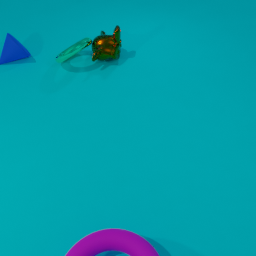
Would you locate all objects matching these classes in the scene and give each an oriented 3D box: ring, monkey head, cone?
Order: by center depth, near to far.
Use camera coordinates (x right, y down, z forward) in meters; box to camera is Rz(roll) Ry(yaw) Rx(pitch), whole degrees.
[{"bbox_3d":[-0.317,2.819,5.018,2.074,0.415,2.074,-3,45,3],"label":"ring"},{"bbox_3d":[-1.852,-2.652,9.532,1.427,0.285,1.427,-29,18,10],"label":"ring"},{"bbox_3d":[-0.742,-2.954,9.665,1.035,1.235,1.717,8,48,0],"label":"monkey head"},{"bbox_3d":[-4.171,-2.574,9.811,1.040,1.036,1.036,-43,59,3],"label":"cone"}]
